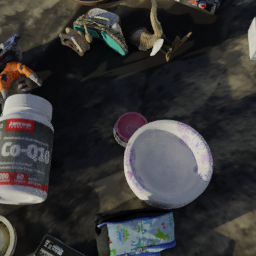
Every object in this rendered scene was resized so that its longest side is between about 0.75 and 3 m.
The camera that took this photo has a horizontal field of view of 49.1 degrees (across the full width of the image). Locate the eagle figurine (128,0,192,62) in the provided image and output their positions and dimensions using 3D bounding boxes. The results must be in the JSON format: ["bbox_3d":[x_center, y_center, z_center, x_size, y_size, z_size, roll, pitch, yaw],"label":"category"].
[{"bbox_3d":[0.969,-3.400,10.094,1.558,1.550,2.054,-41,81,-7],"label":"eagle figurine"}]

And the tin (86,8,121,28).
[{"bbox_3d":[-0.967,-4.300,11.057,1.425,0.298,0.798,21,62,10],"label":"tin"}]

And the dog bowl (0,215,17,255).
[{"bbox_3d":[-3.608,3.034,7.349,1.463,0.539,1.463,0,65,0],"label":"dog bowl"}]

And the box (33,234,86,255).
[{"bbox_3d":[-1.299,4.342,6.646,2.957,0.644,2.369,24,66,11],"label":"box"}]

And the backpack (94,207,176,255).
[{"bbox_3d":[0.197,2.706,6.892,1.902,1.740,1.398,-8,78,-8],"label":"backpack"}]

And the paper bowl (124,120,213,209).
[{"bbox_3d":[1.063,1.059,7.890,2.368,1.231,2.368,1,66,-2],"label":"paper bowl"}]

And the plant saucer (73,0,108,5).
[{"bbox_3d":[-1.540,-6.020,11.798,2.508,0.432,2.508,0,65,0],"label":"plant saucer"}]

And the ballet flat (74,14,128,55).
[{"bbox_3d":[-0.867,-3.615,10.381,2.470,0.838,0.930,30,78,16],"label":"ballet flat"}]

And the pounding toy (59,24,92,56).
[{"bbox_3d":[-1.751,-3.257,10.312,1.445,0.826,0.829,27,66,33],"label":"pounding toy"}]

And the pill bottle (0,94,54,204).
[{"bbox_3d":[-2.978,0.579,7.911,1.625,1.625,2.854,-1,64,-1],"label":"pill bottle"}]

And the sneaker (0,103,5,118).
[{"bbox_3d":[-5.114,-0.098,8.470,1.092,1.265,2.886,41,69,19],"label":"sneaker"}]

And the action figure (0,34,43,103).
[{"bbox_3d":[-4.212,-1.785,9.520,2.529,1.323,2.447,-35,60,4],"label":"action figure"}]

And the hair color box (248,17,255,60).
[{"bbox_3d":[4.788,-3.278,10.302,0.437,0.713,1.441,6,64,3],"label":"hair color box"}]

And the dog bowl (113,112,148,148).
[{"bbox_3d":[0.130,0.028,8.856,1.208,0.445,1.208,0,65,0],"label":"dog bowl"}]

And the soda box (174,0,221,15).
[{"bbox_3d":[2.829,-5.284,11.352,1.804,0.571,0.638,26,66,11],"label":"soda box"}]
